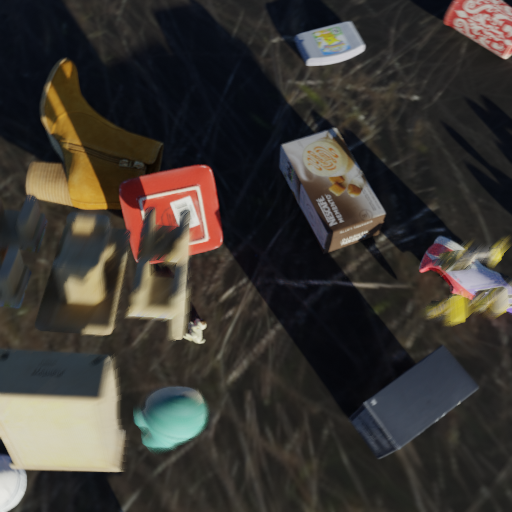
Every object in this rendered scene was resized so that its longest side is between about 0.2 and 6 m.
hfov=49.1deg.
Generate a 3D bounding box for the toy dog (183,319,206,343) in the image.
[{"bbox_3d":[-0.841,1.055,8.020,0.325,0.234,0.335,27,66,-1],"label":"toy dog"}]

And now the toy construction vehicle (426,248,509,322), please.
[{"bbox_3d":[2.782,0.397,7.588,0.399,1.133,0.987,5,82,-39],"label":"toy construction vehicle"}]

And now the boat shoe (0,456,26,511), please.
[{"bbox_3d":[-4.296,2.966,6.678,2.810,0.938,1.033,-20,66,-9],"label":"boat shoe"}]

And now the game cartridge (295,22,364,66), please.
[{"bbox_3d":[1.392,-3.953,10.483,1.156,0.234,0.770,-18,69,-8],"label":"game cartridge"}]

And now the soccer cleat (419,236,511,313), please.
[{"bbox_3d":[3.244,0.446,8.179,1.778,0.606,0.651,39,87,17],"label":"soccer cleat"}]

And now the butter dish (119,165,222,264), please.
[{"bbox_3d":[-1.307,-0.733,8.486,1.376,1.380,1.020,-13,28,-10],"label":"butter dish"}]

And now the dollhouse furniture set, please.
[{"bbox_3d":[-2.007,0.821,6.383,2.310,1.751,2.636,5,48,-6],"label":"dollhouse furniture set"}]

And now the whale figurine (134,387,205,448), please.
[{"bbox_3d":[-0.722,1.438,4.705,0.610,0.767,0.398,10,38,-25],"label":"whale figurine"}]

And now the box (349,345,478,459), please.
[{"bbox_3d":[1.940,1.881,7.087,1.277,1.163,0.665,-32,68,-14],"label":"box"}]

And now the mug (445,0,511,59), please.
[{"bbox_3d":[4.388,-4.401,10.353,1.166,0.876,1.313,-42,74,-16],"label":"mug"}]

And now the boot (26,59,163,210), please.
[{"bbox_3d":[-2.504,-1.964,9.199,1.958,0.962,2.735,4,68,-4],"label":"boot"}]

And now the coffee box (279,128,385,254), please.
[{"bbox_3d":[1.150,-1.032,8.773,0.993,0.692,1.736,-19,65,-9],"label":"coffee box"}]
